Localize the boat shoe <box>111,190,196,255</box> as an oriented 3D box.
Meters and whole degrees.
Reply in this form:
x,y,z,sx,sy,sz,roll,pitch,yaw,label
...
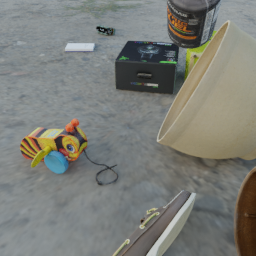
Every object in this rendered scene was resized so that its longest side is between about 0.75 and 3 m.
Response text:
x,y,z,sx,sy,sz,roll,pitch,yaw,label
0.415,1.611,4.360,0.593,0.715,1.991,25,47,27,boat shoe

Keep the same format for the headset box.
x,y,z,sx,sy,sz,roll,pitch,yaw,label
0.679,-2.077,9.458,1.941,1.034,2.229,7,35,10,headset box

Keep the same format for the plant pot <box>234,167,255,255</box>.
x,y,z,sx,sy,sz,roll,pitch,yaw,label
2.670,1.472,3.797,1.753,1.771,1.771,7,34,-2,plant pot

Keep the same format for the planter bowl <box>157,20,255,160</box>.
x,y,z,sx,sy,sz,roll,pitch,yaw,label
2.129,-0.492,5.931,1.916,2.847,2.847,29,38,2,planter bowl

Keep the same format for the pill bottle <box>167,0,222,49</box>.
x,y,z,sx,sy,sz,roll,pitch,yaw,label
1.633,-3.150,6.986,1.346,2.534,1.346,-2,78,9,pill bottle

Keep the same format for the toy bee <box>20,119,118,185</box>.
x,y,z,sx,sy,sz,roll,pitch,yaw,label
-1.297,0.275,5.883,2.204,1.198,1.443,1,33,1,toy bee

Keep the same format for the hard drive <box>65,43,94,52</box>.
x,y,z,sx,sy,sz,roll,pitch,yaw,label
-2.126,-3.582,12.452,1.194,0.151,0.787,0,34,0,hard drive

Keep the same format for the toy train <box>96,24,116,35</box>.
x,y,z,sx,sy,sz,roll,pitch,yaw,label
-1.152,-5.025,14.358,0.628,0.469,1.101,-15,33,-41,toy train

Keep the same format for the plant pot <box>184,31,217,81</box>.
x,y,z,sx,sy,sz,roll,pitch,yaw,label
2.656,-2.276,9.404,1.519,1.527,1.385,10,43,14,plant pot
